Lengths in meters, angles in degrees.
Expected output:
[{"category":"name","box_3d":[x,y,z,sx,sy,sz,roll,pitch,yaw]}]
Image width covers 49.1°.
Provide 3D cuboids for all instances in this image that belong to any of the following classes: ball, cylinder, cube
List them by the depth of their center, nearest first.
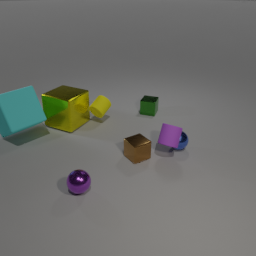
[{"category":"ball","box_3d":[-1.419,1.544,8.088,0.700,0.700,0.700,0,28,0]},{"category":"cylinder","box_3d":[1.432,0.256,9.535,0.700,0.700,0.700,15,2,-1]},{"category":"cube","box_3d":[0.322,0.706,9.671,0.700,0.700,0.700,-17,33,-29]},{"category":"ball","box_3d":[1.830,0.437,10.113,0.700,0.700,0.700,0,28,0]},{"category":"cube","box_3d":[-4.199,-0.606,10.603,1.400,1.400,1.400,-26,7,-38]},{"category":"cube","box_3d":[-2.567,-0.847,11.738,1.400,1.400,1.400,14,30,22]},{"category":"cylinder","box_3d":[-1.181,-0.911,11.921,0.700,0.700,0.700,18,59,30]},{"category":"cube","box_3d":[0.984,-1.028,12.898,0.700,0.700,0.700,9,30,17]}]
